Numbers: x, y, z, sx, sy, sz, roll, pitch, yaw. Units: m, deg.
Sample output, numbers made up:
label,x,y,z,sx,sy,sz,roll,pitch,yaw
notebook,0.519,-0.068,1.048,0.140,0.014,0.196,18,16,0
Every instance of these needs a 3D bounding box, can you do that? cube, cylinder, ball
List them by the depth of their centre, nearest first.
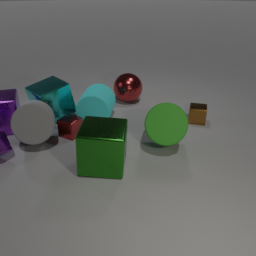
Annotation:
label,x,y,z,sx,sy,sz,roll,pitch,yaw
cube,-0.773,0.574,8.712,1.400,1.400,1.400,4,28,2
cube,-4.353,0.580,9.069,0.700,0.700,0.700,-26,-4,21
cylinder,1.284,-0.139,9.626,1.400,1.400,1.400,3,2,5
cylinder,-3.316,-0.235,9.909,1.400,1.400,1.400,-7,12,-13
cube,-2.204,-0.048,10.701,0.700,0.700,0.700,14,31,25
cube,-5.007,-0.603,10.995,1.400,1.400,1.400,-8,29,-15
cylinder,-1.308,-0.957,11.632,1.400,1.400,1.400,3,28,6
cube,2.912,-0.590,11.717,0.700,0.700,0.700,7,29,13
cube,-3.246,-1.189,11.857,1.400,1.400,1.400,-32,40,-29
ball,-0.002,-1.938,13.483,1.400,1.400,1.400,0,28,0
